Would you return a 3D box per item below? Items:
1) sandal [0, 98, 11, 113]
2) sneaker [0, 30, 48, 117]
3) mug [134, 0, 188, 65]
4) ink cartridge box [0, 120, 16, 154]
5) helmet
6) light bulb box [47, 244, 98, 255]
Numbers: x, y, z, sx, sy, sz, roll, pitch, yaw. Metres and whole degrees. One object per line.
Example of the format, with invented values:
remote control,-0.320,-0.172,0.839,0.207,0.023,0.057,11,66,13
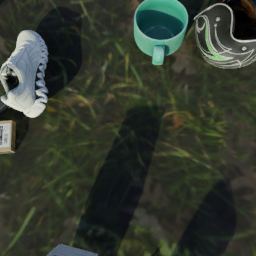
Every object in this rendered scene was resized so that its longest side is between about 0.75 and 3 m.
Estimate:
sandal,-3.410,-0.750,7.995,1.231,0.263,0.468,-34,61,-11
sneaker,-2.852,-1.659,7.609,1.021,1.101,2.717,-27,61,32
mug,0.824,-2.722,8.121,1.490,1.121,1.814,36,77,11
ink cartridge box,-3.483,0.257,7.662,0.718,0.327,0.872,-5,74,-3
helmet,2.824,-2.531,7.680,1.898,1.898,1.809,-28,99,-8
light bulb box,-1.415,3.571,5.738,1.008,1.601,1.615,10,92,12
